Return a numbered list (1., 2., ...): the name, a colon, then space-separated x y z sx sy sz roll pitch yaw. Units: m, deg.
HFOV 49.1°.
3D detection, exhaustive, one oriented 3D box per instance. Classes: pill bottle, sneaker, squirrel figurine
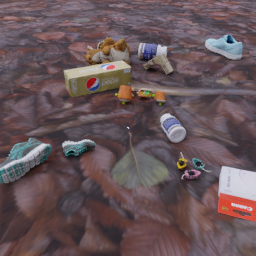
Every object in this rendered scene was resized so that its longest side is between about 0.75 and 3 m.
1. pill bottle: 1.195 -3.637 13.452 1.298 0.751 0.751 8 35 12
2. sneaker: 4.927 -4.325 14.254 0.897 0.995 2.428 -16 37 -24
3. pill bottle: 1.302 -0.031 8.325 0.520 0.520 0.937 -9 35 -13
4. sneaker: -2.737 0.762 7.011 0.730 0.621 1.600 31 39 24
5. sneaker: -1.332 0.586 7.653 0.923 0.358 0.421 -6 49 -1
6. squirrel figurine: -0.891 -3.287 12.632 1.867 1.416 2.001 -5 29 14

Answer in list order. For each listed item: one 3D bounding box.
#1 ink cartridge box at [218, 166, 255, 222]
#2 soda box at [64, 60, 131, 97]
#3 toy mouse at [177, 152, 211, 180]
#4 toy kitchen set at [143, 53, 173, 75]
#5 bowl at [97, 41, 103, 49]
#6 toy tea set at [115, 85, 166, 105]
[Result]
1. ink cartridge box: 2.608 1.453 6.334 1.034 0.363 1.272 10 31 15
2. soda box: -1.158 -1.945 10.908 2.495 0.799 0.845 -14 37 -21
3. toy mouse: 1.646 1.044 7.029 0.855 0.186 0.962 11 36 17
4. toy kitchen set: 1.236 -2.592 12.266 0.988 0.892 0.806 -25 9 43
5. bowl: -1.053 -3.544 13.370 1.097 0.515 1.097 11 66 -27
6. toy tea set: 0.443 -1.084 10.004 1.780 0.659 1.059 11 6 21
